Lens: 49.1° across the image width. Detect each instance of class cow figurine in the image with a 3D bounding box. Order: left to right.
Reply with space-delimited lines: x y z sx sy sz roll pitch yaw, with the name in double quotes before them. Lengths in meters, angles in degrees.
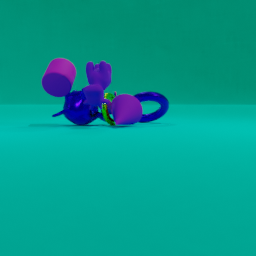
"cow figurine" -0.858 -1.248 8.234 0.776 1.391 1.414 -1 6 11

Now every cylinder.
"cylinder" -2.171 -1.599 8.881 0.919 0.919 0.919 0 41 2

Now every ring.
"ring" -0.572 -0.631 9.261 0.220 1.098 1.098 -9 1 25
"ring" 0.648 -0.712 9.893 1.623 0.325 1.623 -4 -32 -3

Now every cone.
"cone" -0.196 -0.340 8.515 1.082 1.082 1.086 2 27 17

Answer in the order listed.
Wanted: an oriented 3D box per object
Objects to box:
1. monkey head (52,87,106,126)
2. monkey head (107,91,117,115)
"monkey head" -1.428 -0.683 8.973 1.890 1.139 1.360 5 -12 -26
"monkey head" -0.561 -0.823 11.732 0.863 1.432 1.030 10 44 -30
